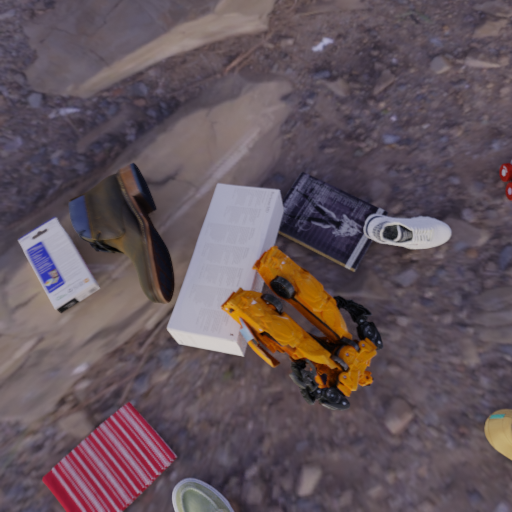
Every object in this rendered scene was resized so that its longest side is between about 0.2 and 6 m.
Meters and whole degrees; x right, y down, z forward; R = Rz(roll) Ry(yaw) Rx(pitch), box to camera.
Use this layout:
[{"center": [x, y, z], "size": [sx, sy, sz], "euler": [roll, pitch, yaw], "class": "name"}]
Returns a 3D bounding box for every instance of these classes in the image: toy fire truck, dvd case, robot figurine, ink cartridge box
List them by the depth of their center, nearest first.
[{"center": [0.863, 1.253, 9.437], "size": [2.793, 0.813, 2.025], "euler": [43, 61, -7], "class": "robot figurine"}, {"center": [-3.782, 0.149, 10.696], "size": [0.861, 0.337, 1.818], "euler": [-34, 66, -9], "class": "ink cartridge box"}, {"center": [1.433, -0.726, 11.279], "size": [1.991, 0.159, 1.480], "euler": [28, 68, 15], "class": "dvd case"}, {"center": [5.513, -1.683, 11.367], "size": [0.648, 0.970, 1.156], "euler": [-4, 62, -2], "class": "toy fire truck"}]

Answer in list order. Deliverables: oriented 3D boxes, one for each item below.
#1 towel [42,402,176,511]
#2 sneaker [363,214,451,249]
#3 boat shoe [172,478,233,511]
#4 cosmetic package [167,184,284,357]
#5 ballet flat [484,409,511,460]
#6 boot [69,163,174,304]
[{"center": [-2.370, 3.452, 9.068], "size": [1.816, 0.204, 1.313], "euler": [-41, 69, -19], "class": "towel"}, {"center": [2.957, -0.408, 10.642], "size": [1.750, 0.704, 0.668], "euler": [1, 100, -12], "class": "sneaker"}, {"center": [-0.504, 4.211, 8.403], "size": [0.754, 0.650, 2.095], "euler": [-39, 68, -18], "class": "boat shoe"}, {"center": [-0.473, 0.182, 10.397], "size": [1.302, 0.799, 3.155], "euler": [8, 61, 17], "class": "cosmetic package"}, {"center": [5.047, 3.325, 8.732], "size": [2.891, 0.911, 0.992], "euler": [26, 65, 13], "class": "ballet flat"}, {"center": [-2.579, -0.229, 10.658], "size": [1.542, 1.188, 3.181], "euler": [-23, 57, 3], "class": "boot"}]
